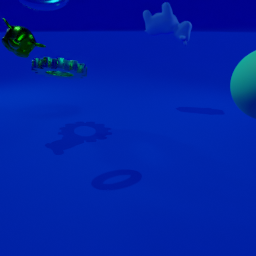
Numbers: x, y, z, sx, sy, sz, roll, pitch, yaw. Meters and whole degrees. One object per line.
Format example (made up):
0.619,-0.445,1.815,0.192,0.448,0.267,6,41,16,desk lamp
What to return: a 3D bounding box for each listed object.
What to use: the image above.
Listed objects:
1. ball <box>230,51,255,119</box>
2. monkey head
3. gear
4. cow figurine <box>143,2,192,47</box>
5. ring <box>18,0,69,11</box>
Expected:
2.682,-0.826,5.328,1.379,1.379,1.379,0,21,0,ball
-2.903,-2.390,7.529,1.292,0.778,0.929,32,-9,-17,monkey head
-2.095,-1.815,8.644,1.637,0.303,1.637,4,-1,0,gear
1.498,-3.770,10.563,1.723,1.695,0.946,-15,5,17,cow figurine
-1.802,-2.865,5.903,1.142,0.228,1.142,7,54,-9,ring
